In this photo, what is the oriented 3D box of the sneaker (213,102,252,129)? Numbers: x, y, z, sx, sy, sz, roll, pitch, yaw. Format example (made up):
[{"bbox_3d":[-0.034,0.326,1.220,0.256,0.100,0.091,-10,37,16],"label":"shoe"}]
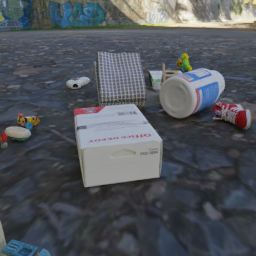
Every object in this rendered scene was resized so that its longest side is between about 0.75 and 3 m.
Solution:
[{"bbox_3d":[3.421,-0.435,9.379,1.010,0.640,1.796,6,17,4],"label":"sneaker"}]

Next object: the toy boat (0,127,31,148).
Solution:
[{"bbox_3d":[-3.370,0.262,8.181,0.785,0.434,0.934,12,19,16],"label":"toy boat"}]

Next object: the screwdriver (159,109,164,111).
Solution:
[{"bbox_3d":[1.756,-0.838,10.832,0.250,0.240,1.721,46,44,16],"label":"screwdriver"}]

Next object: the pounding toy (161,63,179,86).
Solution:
[{"bbox_3d":[1.755,-1.844,11.395,0.818,1.571,1.789,3,24,7],"label":"pounding toy"}]

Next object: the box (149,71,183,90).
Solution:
[{"bbox_3d":[2.030,-2.465,14.259,1.750,0.441,2.425,-1,23,-1],"label":"box"}]

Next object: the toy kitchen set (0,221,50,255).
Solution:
[{"bbox_3d":[-1.791,1.953,3.861,1.259,0.741,1.008,8,25,17],"label":"toy kitchen set"}]

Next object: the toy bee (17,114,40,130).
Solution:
[{"bbox_3d":[-3.279,-0.214,8.985,0.691,0.573,1.055,6,24,10],"label":"toy bee"}]

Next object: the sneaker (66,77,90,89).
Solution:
[{"bbox_3d":[-2.353,-2.126,13.603,1.198,0.448,0.597,-21,44,-30],"label":"sneaker"}]

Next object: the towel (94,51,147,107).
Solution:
[{"bbox_3d":[-0.323,-1.978,11.069,1.892,2.285,0.978,-5,-20,-8],"label":"towel"}]

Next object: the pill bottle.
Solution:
[{"bbox_3d":[2.537,-1.405,10.534,1.507,1.507,2.685,21,31,39],"label":"pill bottle"}]

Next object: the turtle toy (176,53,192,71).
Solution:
[{"bbox_3d":[3.380,-3.988,17.181,0.715,1.031,1.414,-20,22,9],"label":"turtle toy"}]

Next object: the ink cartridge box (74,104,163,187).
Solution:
[{"bbox_3d":[-0.386,0.309,7.190,1.842,1.040,2.510,-5,24,-11],"label":"ink cartridge box"}]
